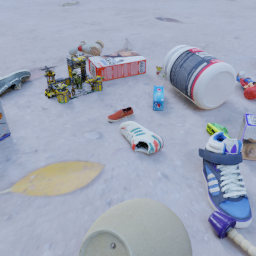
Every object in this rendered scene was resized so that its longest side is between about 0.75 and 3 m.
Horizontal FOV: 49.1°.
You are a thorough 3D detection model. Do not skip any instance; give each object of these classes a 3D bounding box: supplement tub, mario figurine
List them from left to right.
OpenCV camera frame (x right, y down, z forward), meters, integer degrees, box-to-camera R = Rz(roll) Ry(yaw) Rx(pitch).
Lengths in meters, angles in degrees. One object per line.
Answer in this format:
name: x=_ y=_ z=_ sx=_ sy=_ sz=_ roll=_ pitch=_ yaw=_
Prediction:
supplement tub: x=2.857 y=-2.192 z=11.641 sx=1.939 sy=1.939 sz=2.764 roll=-16 pitch=39 yaw=-21
mario figurine: x=5.417 y=-1.936 z=12.214 sx=1.099 sy=0.944 sz=1.781 roll=-1 pitch=33 yaw=0

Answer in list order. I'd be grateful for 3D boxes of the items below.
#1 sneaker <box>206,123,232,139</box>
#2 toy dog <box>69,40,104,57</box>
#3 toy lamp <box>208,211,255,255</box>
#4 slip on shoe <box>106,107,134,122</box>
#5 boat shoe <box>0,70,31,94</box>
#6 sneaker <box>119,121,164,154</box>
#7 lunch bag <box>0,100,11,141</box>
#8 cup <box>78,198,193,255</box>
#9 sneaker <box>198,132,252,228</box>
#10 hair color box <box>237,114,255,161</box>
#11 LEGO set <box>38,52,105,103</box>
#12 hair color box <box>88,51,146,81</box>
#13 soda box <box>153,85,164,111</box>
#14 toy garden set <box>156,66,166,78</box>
sneaker: x=3.227 y=0.181 z=9.559 sx=0.564 sy=0.500 sz=1.350 roll=-15 pitch=37 yaw=-14
toy dog: x=-2.194 y=-4.191 z=15.664 sx=2.098 sy=1.010 sz=1.384 roll=12 pitch=42 yaw=38
toy lamp: x=2.624 y=2.581 z=6.093 sx=0.582 sy=0.582 sz=2.001 roll=-24 pitch=43 yaw=-30
slip on shoe: x=-0.304 y=-0.537 z=10.715 sx=1.156 sy=0.354 sz=0.428 roll=-19 pitch=41 yaw=-23
boat shoe: x=-5.268 y=-1.962 z=12.638 sx=0.745 sy=0.879 sz=2.413 roll=54 pitch=39 yaw=-3
sneaker: x=0.264 y=0.332 z=9.229 sx=1.755 sy=0.618 sz=0.820 roll=28 pitch=38 yaw=29
lunch bag: x=-5.267 y=-0.470 z=9.408 sx=2.079 sy=1.767 sz=1.287 roll=19 pitch=37 yaw=23
cup: x=-0.034 y=2.240 z=4.900 sx=2.006 sy=2.006 sz=1.435 roll=25 pitch=-2 yaw=31
sneaker: x=2.557 y=1.129 z=7.167 sx=0.923 sy=1.677 sz=2.291 roll=-3 pitch=35 yaw=-5
hair color box: x=4.668 y=0.402 z=8.525 sx=2.397 sy=1.310 sz=0.777 roll=8 pitch=36 yaw=12
LEGO set: x=-2.429 y=-2.341 z=12.252 sx=2.645 sy=1.533 sz=2.034 roll=-19 pitch=39 yaw=-25
hair color box: x=-0.536 y=-3.130 z=14.016 sx=2.573 sy=0.823 sz=1.427 roll=-14 pitch=37 yaw=-21
soda box: x=1.261 y=-1.263 z=11.645 sx=0.438 sy=0.463 sz=1.365 roll=4 pitch=35 yaw=4
toy garden set: x=1.847 y=-2.780 z=14.041 sx=1.002 sy=0.240 sz=1.203 roll=9 pitch=37 yaw=10
